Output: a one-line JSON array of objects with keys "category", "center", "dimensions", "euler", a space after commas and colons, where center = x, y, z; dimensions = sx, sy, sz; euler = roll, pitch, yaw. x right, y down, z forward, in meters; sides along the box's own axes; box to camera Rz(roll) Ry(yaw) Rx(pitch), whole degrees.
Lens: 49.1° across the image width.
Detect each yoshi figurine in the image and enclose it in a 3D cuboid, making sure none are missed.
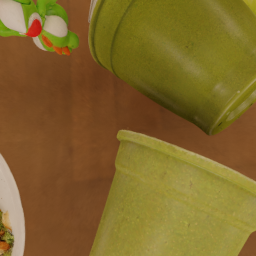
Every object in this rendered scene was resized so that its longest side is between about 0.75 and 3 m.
[{"category": "yoshi figurine", "center": [-2.053, -2.396, 5.784], "dimensions": [1.382, 2.459, 1.377], "euler": [10, 84, 33]}]

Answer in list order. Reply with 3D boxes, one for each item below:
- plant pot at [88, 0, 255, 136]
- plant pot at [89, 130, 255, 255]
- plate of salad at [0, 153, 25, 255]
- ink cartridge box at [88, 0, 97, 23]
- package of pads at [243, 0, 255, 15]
[{"category": "plant pot", "center": [1.273, -1.466, 5.428], "dimensions": [2.947, 2.947, 2.837], "euler": [-39, 69, -11]}, {"category": "plant pot", "center": [0.573, 1.826, 4.707], "dimensions": [2.884, 2.884, 2.652], "euler": [25, 82, 7]}, {"category": "plate of salad", "center": [-2.799, 1.342, 4.561], "dimensions": [2.864, 0.688, 2.864], "euler": [5, 99, 29]}, {"category": "ink cartridge box", "center": [0.192, -3.364, 6.448], "dimensions": [1.861, 1.121, 2.562], "euler": [10, 53, -13]}, {"category": "package of pads", "center": [2.746, -3.119, 5.886], "dimensions": [1.895, 1.464, 0.646], "euler": [42, 50, -27]}]
